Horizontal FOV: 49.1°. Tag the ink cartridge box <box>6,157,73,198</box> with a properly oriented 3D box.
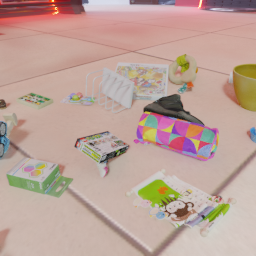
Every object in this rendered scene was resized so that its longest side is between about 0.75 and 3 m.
[{"bbox_3d":[-2.381,1.314,7.617,1.546,0.458,0.802,9,31,16],"label":"ink cartridge box"}]

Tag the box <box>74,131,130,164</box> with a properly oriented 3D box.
[{"bbox_3d":[-0.720,0.529,8.323,0.921,0.290,1.673,32,19,20],"label":"box"}]

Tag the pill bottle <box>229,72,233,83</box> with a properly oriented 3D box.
[{"bbox_3d":[5.674,-2.457,13.942,1.173,0.680,0.680,13,32,21],"label":"pill bottle"}]

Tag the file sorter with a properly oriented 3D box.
[{"bbox_3d":[-0.781,-1.523,11.441,1.719,1.193,1.070,33,42,31],"label":"file sorter"}]

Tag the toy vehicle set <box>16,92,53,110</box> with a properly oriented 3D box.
[{"bbox_3d":[-4.076,-1.197,12.258,1.391,0.184,0.864,18,34,28],"label":"toy vehicle set"}]

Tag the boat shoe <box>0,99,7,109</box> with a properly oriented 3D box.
[{"bbox_3d":[-5.729,-1.077,11.806,1.253,0.441,0.441,3,32,7],"label":"boat shoe"}]

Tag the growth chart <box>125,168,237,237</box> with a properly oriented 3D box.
[{"bbox_3d":[1.252,1.807,7.037,2.370,0.210,1.715,22,37,34],"label":"growth chart"}]

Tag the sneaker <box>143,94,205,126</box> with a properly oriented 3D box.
[{"bbox_3d":[1.909,-0.571,10.277,1.439,0.960,2.512,-38,41,-28],"label":"sneaker"}]

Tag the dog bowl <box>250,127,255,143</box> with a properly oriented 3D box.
[{"bbox_3d":[4.797,0.209,9.674,1.323,0.328,0.738,-13,32,-22],"label":"dog bowl"}]

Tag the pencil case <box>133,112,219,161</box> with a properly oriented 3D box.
[{"bbox_3d":[1.523,0.267,8.880,2.601,1.150,1.150,13,32,25],"label":"pencil case"}]

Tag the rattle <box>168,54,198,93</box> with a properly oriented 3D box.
[{"bbox_3d":[3.087,-2.376,14.137,1.633,1.792,2.509,-28,48,9],"label":"rattle"}]

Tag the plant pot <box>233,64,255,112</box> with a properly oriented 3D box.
[{"bbox_3d":[5.347,-1.593,11.576,2.178,1.546,2.178,0,29,0],"label":"plant pot"}]

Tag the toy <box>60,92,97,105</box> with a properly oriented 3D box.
[{"bbox_3d":[-2.179,-1.356,12.375,1.472,0.348,0.848,10,31,16],"label":"toy"}]

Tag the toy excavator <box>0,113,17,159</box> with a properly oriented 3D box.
[{"bbox_3d":[-4.233,0.213,9.095,0.991,1.983,1.929,0,74,-2],"label":"toy excavator"}]

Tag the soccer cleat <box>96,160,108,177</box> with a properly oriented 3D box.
[{"bbox_3d":[-0.786,1.077,8.047,0.383,0.310,0.887,28,23,-16],"label":"soccer cleat"}]

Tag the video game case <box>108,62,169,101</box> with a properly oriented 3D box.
[{"bbox_3d":[0.583,-2.317,13.533,2.674,0.336,2.938,4,42,7],"label":"video game case"}]
